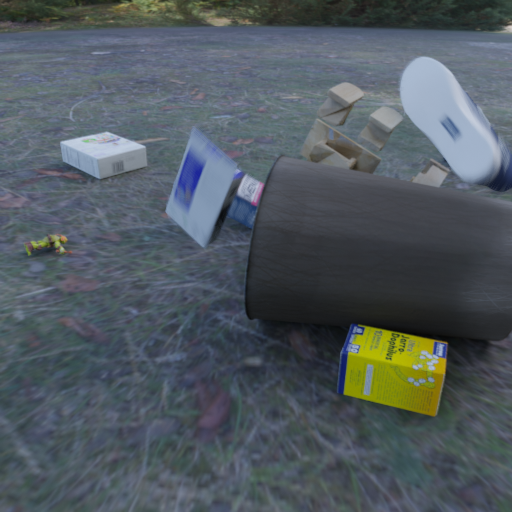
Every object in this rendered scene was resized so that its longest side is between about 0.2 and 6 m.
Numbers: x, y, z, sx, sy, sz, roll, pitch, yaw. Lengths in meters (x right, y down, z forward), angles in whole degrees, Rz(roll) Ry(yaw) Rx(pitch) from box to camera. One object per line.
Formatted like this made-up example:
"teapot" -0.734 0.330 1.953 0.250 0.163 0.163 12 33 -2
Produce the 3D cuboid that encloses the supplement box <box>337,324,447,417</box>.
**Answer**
"supplement box" 1.701 1.404 7.009 1.223 0.670 0.666 10 29 17

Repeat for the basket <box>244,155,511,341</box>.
"basket" 1.857 -0.028 8.093 3.476 2.364 3.134 9 24 10

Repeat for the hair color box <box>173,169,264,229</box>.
"hair color box" -0.629 -1.371 11.322 1.861 0.563 0.931 28 37 -8

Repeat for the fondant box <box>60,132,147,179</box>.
"fondant box" -4.041 -2.694 14.839 1.430 0.577 1.982 -24 37 -37

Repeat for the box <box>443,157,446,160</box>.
"box" 5.721 -2.915 15.213 1.077 0.618 0.712 -17 31 -32

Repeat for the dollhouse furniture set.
"dollhouse furniture set" 2.239 -1.739 11.214 2.706 2.486 1.761 35 36 11

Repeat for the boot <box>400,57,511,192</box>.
"boot" 3.687 -2.355 10.270 1.274 1.026 2.819 12 50 -45

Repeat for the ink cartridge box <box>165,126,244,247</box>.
"ink cartridge box" -0.724 -0.983 8.012 0.877 1.764 0.346 44 50 12

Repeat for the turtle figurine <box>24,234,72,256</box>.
"turtle figurine" -3.871 -0.223 10.454 0.799 0.319 0.991 -16 32 -28
